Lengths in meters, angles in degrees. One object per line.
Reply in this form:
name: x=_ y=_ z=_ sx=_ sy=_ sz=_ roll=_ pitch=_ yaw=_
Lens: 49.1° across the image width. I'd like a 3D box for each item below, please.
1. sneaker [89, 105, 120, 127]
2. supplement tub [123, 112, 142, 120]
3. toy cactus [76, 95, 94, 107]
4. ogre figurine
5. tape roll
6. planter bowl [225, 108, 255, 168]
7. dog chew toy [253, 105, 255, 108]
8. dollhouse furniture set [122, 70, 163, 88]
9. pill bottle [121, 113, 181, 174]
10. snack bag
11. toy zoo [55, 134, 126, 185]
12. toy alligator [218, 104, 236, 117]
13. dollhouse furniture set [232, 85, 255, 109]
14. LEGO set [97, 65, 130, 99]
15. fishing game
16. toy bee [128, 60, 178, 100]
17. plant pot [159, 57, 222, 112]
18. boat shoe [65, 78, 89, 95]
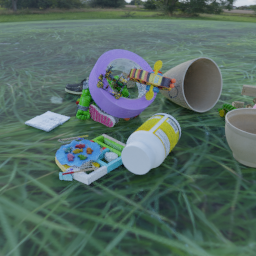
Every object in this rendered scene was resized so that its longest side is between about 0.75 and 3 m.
sneaker: x=-0.996 y=-0.570 z=12.080 sx=1.660 sy=0.612 sz=0.726 roll=29 pitch=34 yaw=34
supplement tub: x=0.172 y=-0.681 z=12.375 sx=0.535 sy=0.535 sz=0.874 roll=21 pitch=36 yaw=35
toy cactus: x=-1.565 y=-1.406 z=13.615 sx=1.805 sy=0.923 sz=1.490 roll=-10 pitch=18 yaw=0
ogre figurine: x=-0.983 y=-1.443 z=12.579 sx=2.837 sy=1.701 sz=1.392 roll=-6 pitch=27 yaw=-13
tape roll: x=-0.190 y=-1.869 z=11.805 sx=2.809 sy=0.922 sz=2.809 roll=10 pitch=65 yaw=-21
planter bowl: x=4.246 y=0.402 z=9.307 sx=2.133 sy=1.435 sz=2.133 roll=0 pitch=27 yaw=0
dog chew toy: x=5.690 y=-0.040 z=10.276 sx=1.509 sy=1.509 sz=2.423 roll=-16 pitch=41 yaw=-29
dollhouse furniture set: x=0.863 y=-3.159 z=16.411 sx=2.326 sy=1.211 sz=2.351 roll=-13 pitch=30 yaw=-23
pill bottle: x=0.771 y=0.503 z=9.239 sx=1.318 sy=1.318 sz=2.345 roll=14 pitch=30 yaw=25
snack bag: x=-3.431 y=-0.340 z=12.126 sx=1.392 sy=0.158 sz=1.476 roll=15 pitch=31 yaw=27
toy zoo: x=-1.192 y=1.027 z=9.358 sx=1.707 sy=0.266 sz=2.602 roll=24 pitch=36 yaw=38
toy alligator: x=4.635 y=-0.597 z=12.163 sx=0.628 sy=0.575 sz=2.118 roll=-10 pitch=29 yaw=-18
dollhouse furniture set: x=5.622 y=-1.458 z=13.071 sx=1.225 sy=1.288 sz=1.049 roll=11 pitch=29 yaw=16
LEGO set: x=-0.532 y=-1.745 z=10.602 sx=1.231 sy=0.713 sz=0.947 roll=38 pitch=61 yaw=-5
fishing game: x=-1.627 y=0.758 z=9.284 sx=1.542 sy=0.335 sz=2.154 roll=-8 pitch=29 yaw=-9
toy bee: x=1.271 y=-1.899 z=11.080 sx=2.351 sy=1.539 sz=1.278 roll=-6 pitch=6 yaw=-21
plant pot: x=2.707 y=-2.102 z=13.527 sx=2.429 sy=2.429 sz=2.594 roll=-16 pitch=16 yaw=-27
boat shoe: x=-2.115 y=-2.308 z=15.137 sx=2.656 sy=0.873 sz=0.949 roll=5 pitch=28 yaw=9
